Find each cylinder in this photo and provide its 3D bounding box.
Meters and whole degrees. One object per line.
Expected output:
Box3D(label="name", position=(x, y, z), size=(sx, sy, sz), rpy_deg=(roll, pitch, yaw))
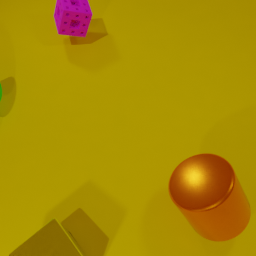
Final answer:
Box3D(label="cylinder", position=(1.613, 1.364, 5.522), size=(1.269, 1.269, 1.269), rpy_deg=(-22, 38, 19))

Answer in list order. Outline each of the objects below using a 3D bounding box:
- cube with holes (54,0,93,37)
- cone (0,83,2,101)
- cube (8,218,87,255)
Box3D(label="cube with holes", position=(-1.578, -3.206, 7.954), size=(0.804, 0.804, 0.804), rpy_deg=(-3, 59, -27))
Box3D(label="cone", position=(-4.131, -0.849, 7.081), size=(1.290, 1.285, 1.285), rpy_deg=(-16, 54, 34))
Box3D(label="cube", position=(-1.370, 2.513, 5.217), size=(1.008, 1.008, 1.008), rpy_deg=(-37, 58, -18))
